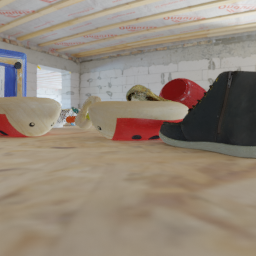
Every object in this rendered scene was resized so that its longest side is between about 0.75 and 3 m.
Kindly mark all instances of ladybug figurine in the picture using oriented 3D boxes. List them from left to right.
[{"bbox_3d":[-2.690,-0.283,6.945,2.526,0.908,1.714,3,5,44],"label":"ladybug figurine"},{"bbox_3d":[0.265,-0.171,6.023,2.224,0.800,1.510,-1,4,-9],"label":"ladybug figurine"}]

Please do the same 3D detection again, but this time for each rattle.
[{"bbox_3d":[-1.157,-0.342,9.474,1.304,1.189,1.826,5,-20,-34],"label":"rattle"}]

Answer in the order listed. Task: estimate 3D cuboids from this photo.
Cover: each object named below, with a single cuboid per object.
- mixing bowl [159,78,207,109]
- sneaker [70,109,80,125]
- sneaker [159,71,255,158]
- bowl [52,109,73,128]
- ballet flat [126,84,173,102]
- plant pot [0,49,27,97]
[{"bbox_3d":[1.639,-0.959,8.971,1.707,1.707,0.925,2,-27,35],"label":"mixing bowl"},{"bbox_3d":[-1.776,-0.462,11.879,0.856,0.740,1.975,6,5,15],"label":"sneaker"},{"bbox_3d":[1.313,-0.260,4.507,0.824,1.170,2.204,-2,4,-31],"label":"sneaker"},{"bbox_3d":[-2.717,-0.368,10.213,1.463,0.686,1.463,1,4,0],"label":"bowl"},{"bbox_3d":[0.816,-0.461,7.380,2.115,0.748,0.748,34,17,21],"label":"ballet flat"},{"bbox_3d":[-4.934,-1.352,9.241,2.926,2.926,2.631,-3,10,-42],"label":"plant pot"}]
